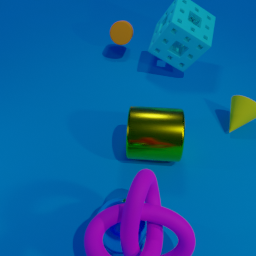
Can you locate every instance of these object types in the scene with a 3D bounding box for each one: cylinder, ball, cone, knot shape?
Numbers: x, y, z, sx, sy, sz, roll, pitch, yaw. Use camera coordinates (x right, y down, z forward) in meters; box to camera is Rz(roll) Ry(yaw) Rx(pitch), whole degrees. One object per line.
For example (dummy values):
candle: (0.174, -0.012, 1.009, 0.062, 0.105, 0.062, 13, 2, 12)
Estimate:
cylinder: (-0.212, -3.327, 9.770, 0.773, 0.773, 0.773, 3, 22, 3)
ball: (-0.121, 1.772, 5.118, 0.977, 0.977, 0.977, 0, 44, 0)
cone: (2.911, -0.242, 7.398, 0.891, 0.891, 0.895, 31, 81, 28)
cylinder: (0.629, 0.134, 6.610, 1.257, 1.257, 1.257, 3, 44, 4)
knot shape: (0.134, 1.678, 4.443, 1.691, 0.835, 1.807, -20, 90, -33)

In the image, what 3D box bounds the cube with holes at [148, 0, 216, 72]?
cube with holes: (1.662, -2.903, 8.685, 1.360, 1.360, 1.360, 26, 58, -15)
